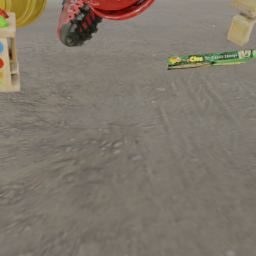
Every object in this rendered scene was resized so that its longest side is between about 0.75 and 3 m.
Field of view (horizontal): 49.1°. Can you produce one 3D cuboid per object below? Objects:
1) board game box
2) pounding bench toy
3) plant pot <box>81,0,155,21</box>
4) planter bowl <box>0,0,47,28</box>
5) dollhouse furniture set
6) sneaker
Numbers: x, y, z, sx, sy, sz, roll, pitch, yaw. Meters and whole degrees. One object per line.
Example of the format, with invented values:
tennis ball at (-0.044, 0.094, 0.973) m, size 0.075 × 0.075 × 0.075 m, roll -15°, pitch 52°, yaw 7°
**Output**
board game box at (1.264, -1.072, 4.458) m, size 1.262 × 0.148 × 0.661 m, roll -4°, pitch 2°, yaw 6°
pounding bench toy at (-2.912, -1.525, 5.754) m, size 1.216 × 1.527 × 1.958 m, roll -4°, pitch 39°, yaw -21°
plant pot at (-0.270, -2.420, 4.001) m, size 1.532 × 1.532 × 1.395 m, roll 14°, pitch -7°, yaw 23°
planter bowl at (-3.549, -3.533, 7.054) m, size 2.768 × 2.768 × 1.153 m, roll 2°, pitch 49°, yaw 3°
dollhouse furniture set at (2.788, -3.670, 7.211) m, size 1.197 × 2.154 × 1.905 m, roll -37°, pitch 61°, yaw -23°
sneaker at (-1.276, -3.296, 7.252) m, size 1.369 × 0.991 × 2.803 m, roll 16°, pitch 70°, yaw 14°
